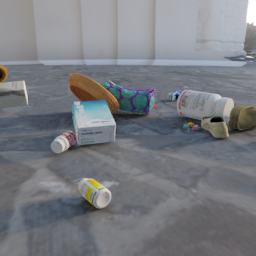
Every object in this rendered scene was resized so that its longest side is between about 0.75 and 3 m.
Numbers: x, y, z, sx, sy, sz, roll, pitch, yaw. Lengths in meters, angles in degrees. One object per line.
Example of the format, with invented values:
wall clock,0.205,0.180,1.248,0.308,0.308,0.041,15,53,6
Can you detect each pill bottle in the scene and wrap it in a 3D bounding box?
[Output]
pill bottle,3.462,-0.962,12.616,2.230,1.264,1.264,17,24,40
pill bottle,-0.791,1.457,6.394,0.458,0.458,0.839,-13,23,-36
pill bottle,-2.145,0.467,9.384,0.522,0.522,0.952,5,18,16

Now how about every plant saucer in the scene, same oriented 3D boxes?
plant saucer,-1.713,-1.514,13.302,2.792,0.523,2.792,30,-14,8

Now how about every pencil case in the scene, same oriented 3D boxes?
pencil case,-0.108,-1.544,13.894,2.865,1.324,1.219,14,16,17

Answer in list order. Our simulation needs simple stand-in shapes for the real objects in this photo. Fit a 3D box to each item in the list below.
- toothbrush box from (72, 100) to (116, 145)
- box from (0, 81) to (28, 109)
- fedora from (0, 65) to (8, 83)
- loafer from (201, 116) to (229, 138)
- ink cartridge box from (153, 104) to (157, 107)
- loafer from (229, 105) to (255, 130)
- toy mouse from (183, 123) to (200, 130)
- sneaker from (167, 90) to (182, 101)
toothbrush box,-1.316,-0.252,10.464,1.350,0.787,1.845,-6,34,-16
box,-4.732,-1.152,10.116,2.023,0.692,0.831,-11,37,-17
fedora,-4.976,-2.036,10.128,1.175,1.175,0.479,-10,61,-28
loafer,3.478,-0.175,11.145,0.736,0.664,1.945,-2,18,-7
ink cartridge box,0.917,-1.459,15.736,1.134,0.398,1.395,-5,14,-15
loafer,5.080,-0.489,11.620,2.606,0.991,0.879,-16,18,-40
toy mouse,2.600,-0.050,11.562,0.904,0.175,0.803,10,20,28
sneaker,2.944,-1.945,17.039,0.557,0.501,1.355,19,31,35
